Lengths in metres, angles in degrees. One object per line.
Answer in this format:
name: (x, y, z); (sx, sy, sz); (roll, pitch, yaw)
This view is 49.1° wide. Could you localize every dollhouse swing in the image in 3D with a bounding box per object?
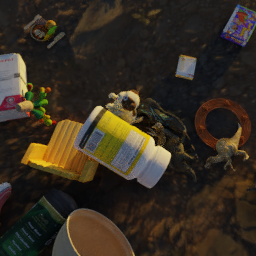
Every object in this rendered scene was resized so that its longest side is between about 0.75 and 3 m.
dollhouse swing: (-2.052, 0.633, 9.658); (2.131, 1.937, 1.873); (17, 84, 7)

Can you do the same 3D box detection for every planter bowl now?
planter bowl: (-1.243, 3.879, 8.246); (2.468, 2.468, 1.661); (44, 102, 14)

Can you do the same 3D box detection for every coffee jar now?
coffee jar: (-2.827, 3.167, 8.824); (1.173, 1.433, 2.748); (42, 76, 12)

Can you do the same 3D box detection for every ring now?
ring: (3.634, -0.179, 10.702); (2.131, 0.204, 2.131); (0, 70, -1)

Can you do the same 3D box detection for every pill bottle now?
pill bottle: (-0.174, 0.689, 9.466); (2.953, 1.687, 1.687); (32, 73, -2)

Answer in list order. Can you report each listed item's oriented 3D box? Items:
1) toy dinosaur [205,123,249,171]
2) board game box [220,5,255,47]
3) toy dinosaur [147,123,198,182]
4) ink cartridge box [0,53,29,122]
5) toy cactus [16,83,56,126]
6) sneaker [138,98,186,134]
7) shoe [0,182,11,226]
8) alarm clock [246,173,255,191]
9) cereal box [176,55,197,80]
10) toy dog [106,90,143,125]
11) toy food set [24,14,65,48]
toy dinosaur: (3.782, 0.763, 10.122); (1.140, 0.656, 2.255); (43, 76, 15)
board game box: (4.909, -4.456, 12.167); (1.118, 0.372, 1.663); (28, 72, 10)
toy dinosaur: (1.742, 0.861, 10.074); (1.243, 0.936, 2.431); (-26, 79, 12)
ink cartridge box: (-4.822, -1.520, 10.765); (1.706, 0.980, 2.349); (-10, 70, -3)
toy cactus: (-3.358, -0.827, 10.173); (0.910, 1.469, 1.780); (-18, 94, 28)
sneaker: (1.260, -0.284, 10.520); (1.989, 0.750, 0.788); (37, 79, 22)
shoe: (-4.489, 3.028, 9.225); (1.084, 0.851, 2.382); (38, 80, 11)
alarm clock: (5.687, 1.727, 9.652); (2.921, 0.972, 1.970); (-40, 75, -17)
cereal box: (2.398, -2.500, 11.540); (0.709, 0.195, 0.986); (14, 70, 3)
toy dog: (-0.101, -0.694, 10.086); (1.488, 1.535, 1.071); (25, 57, 1)
toy food set: (-3.685, -4.283, 12.123); (1.669, 0.335, 1.152); (37, 74, 12)
